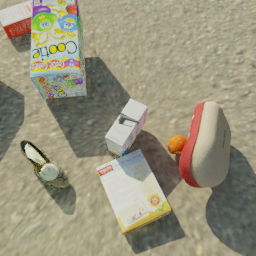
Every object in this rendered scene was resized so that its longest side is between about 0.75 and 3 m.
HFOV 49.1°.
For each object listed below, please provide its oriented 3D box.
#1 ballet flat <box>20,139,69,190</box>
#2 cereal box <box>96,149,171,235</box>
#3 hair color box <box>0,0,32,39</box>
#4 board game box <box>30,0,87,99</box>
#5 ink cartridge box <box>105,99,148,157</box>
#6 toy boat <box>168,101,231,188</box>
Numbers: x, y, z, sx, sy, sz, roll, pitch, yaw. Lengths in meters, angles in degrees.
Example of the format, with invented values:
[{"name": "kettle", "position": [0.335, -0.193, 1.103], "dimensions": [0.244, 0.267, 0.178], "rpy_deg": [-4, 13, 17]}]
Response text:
[{"name": "ballet flat", "position": [-1.892, 0.779, 6.105], "dimensions": [0.489, 0.543, 1.443], "rpy_deg": [-44, 76, -12]}, {"name": "cereal box", "position": [0.093, 1.321, 6.012], "dimensions": [1.101, 0.302, 1.530], "rpy_deg": [-22, 61, -8]}, {"name": "hair color box", "position": [-3.227, -3.580, 8.986], "dimensions": [1.680, 0.514, 0.853], "rpy_deg": [-27, 63, -14]}, {"name": "board game box", "position": [-1.788, -2.088, 7.368], "dimensions": [1.184, 1.206, 2.299], "rpy_deg": [-5, 71, -2]}, {"name": "ink cartridge box", "position": [-0.022, 0.016, 6.444], "dimensions": [0.473, 0.812, 1.123], "rpy_deg": [28, 69, 12]}, {"name": "toy boat", "position": [1.479, 0.385, 6.203], "dimensions": [1.281, 1.279, 1.960], "rpy_deg": [-11, 39, 34]}]
